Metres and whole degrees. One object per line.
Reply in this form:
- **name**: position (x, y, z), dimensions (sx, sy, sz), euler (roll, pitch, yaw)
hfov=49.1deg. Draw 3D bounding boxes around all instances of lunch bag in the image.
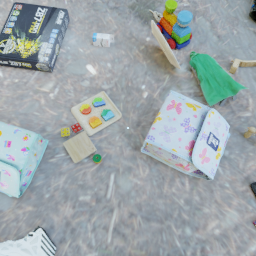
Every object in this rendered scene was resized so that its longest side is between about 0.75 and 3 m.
- **lunch bag**: position (-3.777, 0.981, 8.822), dimensions (1.747, 1.251, 2.051), euler (18, 76, 7)
- **lunch bag**: position (1.950, 0.259, 9.003), dimensions (2.432, 1.546, 2.062), euler (28, 70, 4)

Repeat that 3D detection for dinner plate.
- **dinner plate**: position (1.336, -2.988, 10.280), dimensions (0.250, 2.064, 2.064), euler (-31, 67, 14)

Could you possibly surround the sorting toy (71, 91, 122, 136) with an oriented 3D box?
- **sorting toy**: position (-1.143, -0.563, 10.059), dimensions (1.439, 0.262, 1.332), euler (-33, 69, -14)

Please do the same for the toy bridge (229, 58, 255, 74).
- **toy bridge**: position (5.308, -2.109, 10.715), dimensions (2.801, 0.381, 0.941), euler (24, 65, 11)

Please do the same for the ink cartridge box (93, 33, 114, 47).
- **ink cartridge box**: position (-0.987, -3.546, 11.328), dimensions (0.829, 0.481, 0.281), euler (6, 65, 3)

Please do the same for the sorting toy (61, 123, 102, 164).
- **sorting toy**: position (-1.643, 0.631, 9.483), dimensions (0.841, 0.295, 1.744), euler (-31, 69, -13)

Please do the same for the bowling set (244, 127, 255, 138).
- **bowling set**: position (4.780, 0.193, 9.415), dimensions (1.470, 0.789, 1.023), euler (36, 70, 15)

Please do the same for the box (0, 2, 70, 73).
- **box**: position (-3.833, -3.686, 11.269), dimensions (2.321, 0.707, 2.879), euler (10, 65, 1)

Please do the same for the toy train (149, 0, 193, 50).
- **toy train**: position (1.589, -4.506, 11.225), dimensions (1.075, 1.469, 2.539), euler (-31, 69, -14)

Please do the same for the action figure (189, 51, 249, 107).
- **action figure**: position (3.054, -1.996, 10.484), dimensions (1.547, 0.716, 2.619), euler (-21, 60, -8)

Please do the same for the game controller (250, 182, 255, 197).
- **game controller**: position (4.238, 2.102, 8.899), dimensions (0.429, 0.173, 0.823), euler (-9, 65, -20)

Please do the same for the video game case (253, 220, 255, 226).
- **video game case**: position (4.419, 2.983, 8.457), dimensions (0.937, 0.168, 0.849), euler (-28, 68, -12)

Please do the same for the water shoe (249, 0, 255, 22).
- **water shoe**: position (5.668, -5.175, 11.833), dimensions (1.049, 0.951, 2.659), euler (-9, 65, -1)

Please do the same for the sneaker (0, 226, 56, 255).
- **sneaker**: position (-3.072, 3.356, 8.065), dimensions (2.109, 0.796, 1.214), euler (19, 57, 0)
